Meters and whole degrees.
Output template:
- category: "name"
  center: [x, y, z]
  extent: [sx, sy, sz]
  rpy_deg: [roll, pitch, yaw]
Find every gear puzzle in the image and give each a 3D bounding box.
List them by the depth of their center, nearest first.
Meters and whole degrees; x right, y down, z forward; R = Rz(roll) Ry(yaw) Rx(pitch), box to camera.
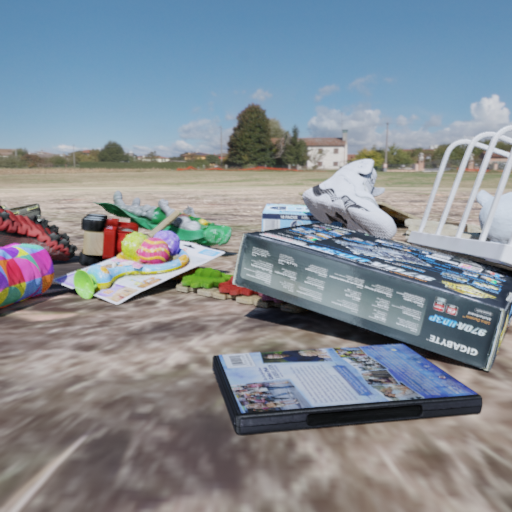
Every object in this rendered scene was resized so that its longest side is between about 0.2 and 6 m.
- category: "gear puzzle"
  center: [-0.194, 0.254, 7.236]
  extent: [2.692, 0.353, 1.394]
  rpy_deg: [7, 11, 38]

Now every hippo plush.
- category: "hippo plush"
  center: [5.017, -0.571, 9.690]
  extent: [2.480, 1.976, 1.994]
  rpy_deg: [11, -32, -44]

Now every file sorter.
- category: "file sorter"
  center: [3.249, -0.543, 6.449]
  extent: [1.799, 1.614, 2.592]
  rpy_deg: [18, 3, -5]

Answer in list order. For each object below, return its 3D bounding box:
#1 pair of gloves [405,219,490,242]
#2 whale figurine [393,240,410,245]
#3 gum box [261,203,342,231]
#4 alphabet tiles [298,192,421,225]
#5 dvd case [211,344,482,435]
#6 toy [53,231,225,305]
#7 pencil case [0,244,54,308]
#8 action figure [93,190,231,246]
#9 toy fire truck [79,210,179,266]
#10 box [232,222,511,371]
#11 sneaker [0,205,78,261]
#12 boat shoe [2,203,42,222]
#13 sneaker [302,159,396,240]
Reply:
- category: "pair of gloves"
  center: [4.066, -0.478, 12.026]
  extent: [1.721, 0.355, 2.024]
  rpy_deg: [6, 12, 13]
- category: "whale figurine"
  center: [2.323, 0.008, 9.106]
  extent: [0.580, 0.378, 0.729]
  rpy_deg: [16, -10, 17]
- category: "gum box"
  center: [1.143, -0.952, 14.165]
  extent: [1.894, 0.496, 2.229]
  rpy_deg: [2, 12, 3]
- category: "alphabet tiles"
  center: [2.739, -1.277, 15.147]
  extent: [2.618, 0.100, 3.146]
  rpy_deg: [17, -3, -35]
- category: "dvd case"
  center: [0.546, 0.881, 3.909]
  extent: [1.595, 0.140, 1.138]
  rpy_deg: [-1, 9, -11]
- category: "toy"
  center: [-1.493, -0.021, 7.383]
  extent: [1.187, 0.487, 2.062]
  rpy_deg: [14, 27, 31]
- category: "pencil case"
  center: [-2.905, 0.253, 5.992]
  extent: [0.739, 0.739, 1.672]
  rpy_deg: [2, 6, 13]
- category: "action figure"
  center: [-1.508, -0.631, 10.202]
  extent: [2.599, 0.711, 1.535]
  rpy_deg: [18, 2, 30]
- category: "toy fire truck"
  center: [-2.144, -0.379, 9.559]
  extent: [1.555, 1.001, 1.369]
  rpy_deg: [5, 7, -12]
- category: "box"
  center: [1.257, 0.223, 5.468]
  extent: [2.354, 0.542, 1.871]
  rpy_deg: [17, 14, 26]
- category: "sneaker"
  center: [-3.697, -0.216, 8.678]
  extent: [1.862, 0.910, 0.658]
  rpy_deg: [27, 10, -49]
- category: "boat shoe"
  center: [-6.821, -1.107, 15.245]
  extent: [1.947, 0.582, 0.696]
  rpy_deg: [-9, 12, -44]
- category: "sneaker"
  center: [2.280, -1.251, 11.943]
  extent: [1.562, 1.021, 2.717]
  rpy_deg: [-40, 34, -12]
